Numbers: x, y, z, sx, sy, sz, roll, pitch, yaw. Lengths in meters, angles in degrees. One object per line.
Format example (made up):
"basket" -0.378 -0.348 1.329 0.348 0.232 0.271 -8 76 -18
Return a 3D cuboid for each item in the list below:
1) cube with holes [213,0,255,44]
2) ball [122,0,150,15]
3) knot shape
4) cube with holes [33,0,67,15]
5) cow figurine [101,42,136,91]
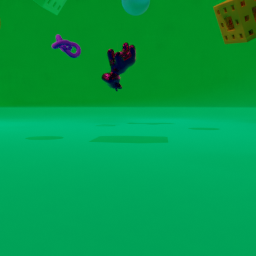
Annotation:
"cube with holes" 3.822 -3.616 8.992 1.312 1.312 1.312 -26 17 -4
"ball" 0.240 -3.934 8.621 0.873 0.873 0.873 0 5 0
"knot shape" -2.202 -2.943 10.192 1.032 0.509 1.102 23 15 -19
"cube with holes" -1.824 -3.295 6.018 1.065 1.065 1.065 36 12 -6
"cow figurine" -0.321 -2.403 11.220 1.650 1.624 0.906 -32 44 -25
